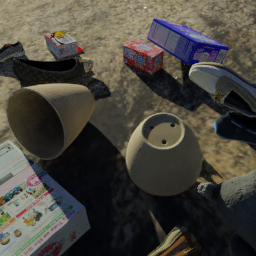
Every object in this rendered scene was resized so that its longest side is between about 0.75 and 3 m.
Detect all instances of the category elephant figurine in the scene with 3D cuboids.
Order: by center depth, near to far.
[{"bbox_3d":[2.825,2.130,5.348,1.958,1.786,2.524,-24,58,16],"label":"elephant figurine"}]

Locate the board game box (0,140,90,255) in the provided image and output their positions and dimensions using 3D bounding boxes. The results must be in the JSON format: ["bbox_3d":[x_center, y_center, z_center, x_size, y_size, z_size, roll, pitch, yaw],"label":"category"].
[{"bbox_3d":[-2.630,1.781,6.087,2.941,0.945,2.170,32,52,31],"label":"board game box"}]

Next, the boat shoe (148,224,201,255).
[{"bbox_3d":[0.716,2.665,5.311,0.703,0.720,1.903,35,54,28],"label":"boat shoe"}]

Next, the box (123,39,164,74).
[{"bbox_3d":[0.595,-2.858,11.178,1.554,0.775,0.742,30,51,29],"label":"box"}]

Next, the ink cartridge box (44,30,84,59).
[{"bbox_3d":[-2.784,-3.710,12.239,1.210,0.578,1.379,-25,48,-26],"label":"ink cartridge box"}]

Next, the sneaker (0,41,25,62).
[{"bbox_3d":[-5.129,-3.182,11.642,1.595,0.632,0.589,-28,51,-25],"label":"sneaker"}]

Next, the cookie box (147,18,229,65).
[{"bbox_3d":[2.339,-3.364,11.130,2.117,0.930,2.475,-6,39,-40],"label":"cookie box"}]

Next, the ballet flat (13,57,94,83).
[{"bbox_3d":[-2.770,-2.294,10.514,2.991,0.850,0.994,-9,44,-10],"label":"ballet flat"}]

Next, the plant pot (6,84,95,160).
[{"bbox_3d":[-1.918,-0.454,8.009,1.988,1.988,2.123,20,31,20],"label":"plant pot"}]

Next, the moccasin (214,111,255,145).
[{"bbox_3d":[3.633,-0.001,7.828,2.387,0.814,0.961,0,55,-17],"label":"moccasin"}]

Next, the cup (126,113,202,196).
[{"bbox_3d":[0.857,0.444,6.826,1.998,1.429,1.998,-4,55,5],"label":"cup"}]

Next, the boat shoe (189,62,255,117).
[{"bbox_3d":[2.254,-0.898,6.448,1.933,0.722,0.661,26,62,17],"label":"boat shoe"}]
